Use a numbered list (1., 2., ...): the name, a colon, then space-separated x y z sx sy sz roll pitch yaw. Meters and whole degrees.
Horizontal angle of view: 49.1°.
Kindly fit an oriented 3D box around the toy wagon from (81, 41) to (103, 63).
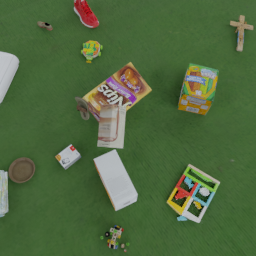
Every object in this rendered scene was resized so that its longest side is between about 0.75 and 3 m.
1. toy wagon: -1.718 -3.575 13.097 0.911 0.232 1.174 8 65 4

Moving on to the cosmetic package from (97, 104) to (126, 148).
1. cosmetic package: -0.478 -0.045 8.184 0.542 0.642 1.242 7 84 -42

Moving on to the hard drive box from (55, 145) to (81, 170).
1. hard drive box: -2.307 1.115 10.823 0.778 0.299 0.606 -40 71 -17

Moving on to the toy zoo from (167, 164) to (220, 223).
1. toy zoo: 2.325 2.478 10.219 1.323 0.206 2.016 31 68 14

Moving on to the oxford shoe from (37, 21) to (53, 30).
1. oxford shoe: -4.107 -5.111 13.782 0.852 0.319 0.300 22 66 10

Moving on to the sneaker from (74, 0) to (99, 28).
1. sneaker: -2.132 -5.805 13.685 0.738 1.088 1.884 -38 70 -16

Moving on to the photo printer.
1. photo printer: -6.138 -2.154 12.054 2.107 0.879 2.532 11 65 4

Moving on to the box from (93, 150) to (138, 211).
1. box: -0.444 1.873 10.000 0.877 1.119 1.800 -23 67 -11

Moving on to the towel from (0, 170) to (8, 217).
1. towel: -5.323 2.479 10.099 1.956 0.471 1.674 -10 62 -5

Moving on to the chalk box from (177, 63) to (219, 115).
1. chalk box: 2.934 -1.784 11.673 1.268 1.259 2.032 14 66 6

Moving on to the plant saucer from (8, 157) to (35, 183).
1. plant saucer: -4.029 1.611 10.672 0.997 0.147 0.997 0 65 -1

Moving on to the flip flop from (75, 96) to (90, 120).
1. flip flop: -1.475 -0.594 8.920 0.392 0.966 0.278 17 49 23

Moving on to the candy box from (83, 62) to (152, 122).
1. candy box: -0.434 -1.300 11.072 2.466 0.696 1.439 -40 96 -18

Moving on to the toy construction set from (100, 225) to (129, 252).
1. toy construction set: -0.357 3.712 9.348 0.787 0.725 0.944 -42 72 -17

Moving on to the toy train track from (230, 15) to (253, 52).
1. toy train track: 5.408 -4.530 13.542 1.151 0.327 2.007 12 71 -2
